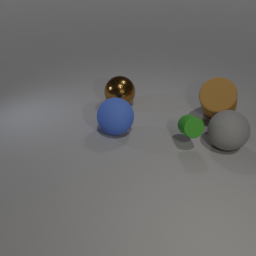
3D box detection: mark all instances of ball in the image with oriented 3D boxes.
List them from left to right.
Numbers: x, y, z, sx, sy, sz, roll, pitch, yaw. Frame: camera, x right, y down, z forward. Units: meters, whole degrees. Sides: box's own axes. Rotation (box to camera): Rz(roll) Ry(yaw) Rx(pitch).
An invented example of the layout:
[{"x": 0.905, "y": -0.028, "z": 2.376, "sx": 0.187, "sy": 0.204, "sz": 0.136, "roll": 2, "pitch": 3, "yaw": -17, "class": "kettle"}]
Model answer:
[{"x": -0.471, "y": -0.440, "z": 10.524, "sx": 1.400, "sy": 1.400, "sz": 1.400, "roll": 0, "pitch": 31, "yaw": 0, "class": "ball"}, {"x": -0.366, "y": -1.629, "z": 12.559, "sx": 1.400, "sy": 1.400, "sz": 1.400, "roll": 0, "pitch": 31, "yaw": 0, "class": "ball"}, {"x": 3.457, "y": 0.080, "z": 9.641, "sx": 1.400, "sy": 1.400, "sz": 1.400, "roll": 0, "pitch": 31, "yaw": 0, "class": "ball"}]

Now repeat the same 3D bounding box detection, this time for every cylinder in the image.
[{"x": 2.117, "y": -0.065, "z": 9.461, "sx": 0.700, "sy": 0.700, "sz": 0.700, "roll": -4, "pitch": 11, "yaw": -7, "class": "cylinder"}, {"x": 3.621, "y": -1.129, "z": 11.205, "sx": 1.400, "sy": 1.400, "sz": 1.400, "roll": 14, "pitch": -7, "yaw": 22, "class": "cylinder"}]
